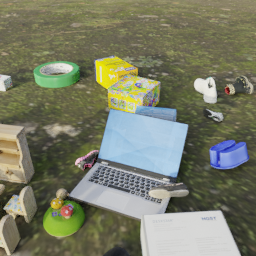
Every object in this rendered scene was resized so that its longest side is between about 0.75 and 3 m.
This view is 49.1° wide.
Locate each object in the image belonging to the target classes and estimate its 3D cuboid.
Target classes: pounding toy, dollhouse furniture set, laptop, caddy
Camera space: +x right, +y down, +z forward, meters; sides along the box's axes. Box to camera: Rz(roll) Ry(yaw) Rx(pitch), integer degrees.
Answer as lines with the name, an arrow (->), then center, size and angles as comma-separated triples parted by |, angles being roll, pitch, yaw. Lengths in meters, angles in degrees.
pounding toy -> -1.589, 1.994, 7.088 | 1.036, 0.623, 1.342 | 6, 35, 9
dollhouse furniture set -> -3.601, 1.345, 7.037 | 2.482, 1.758, 2.702 | 6, 34, 10
laptop -> 0.091, 0.893, 7.826 | 2.544, 1.575, 2.717 | 12, 30, 18
caddy -> 3.152, 0.882, 8.733 | 1.279, 0.671, 0.904 | -20, 16, -26

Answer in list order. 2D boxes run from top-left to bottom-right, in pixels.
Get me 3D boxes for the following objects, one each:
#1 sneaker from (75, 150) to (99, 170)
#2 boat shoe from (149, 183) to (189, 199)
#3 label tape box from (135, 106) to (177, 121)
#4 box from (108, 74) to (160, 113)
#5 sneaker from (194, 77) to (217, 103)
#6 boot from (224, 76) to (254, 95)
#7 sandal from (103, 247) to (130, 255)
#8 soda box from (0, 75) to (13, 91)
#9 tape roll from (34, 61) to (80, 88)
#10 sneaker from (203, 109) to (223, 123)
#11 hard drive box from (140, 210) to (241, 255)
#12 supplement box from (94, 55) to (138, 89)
sneaker -> -1.202, 1.040, 8.856 | 0.905, 0.358, 0.432 | -29, 65, -34
boat shoe -> 1.063, 1.646, 7.483 | 1.145, 0.383, 0.326 | 4, 42, -18
label tape box -> 0.891, 0.050, 9.930 | 1.536, 0.674, 2.130 | 6, 34, 9
box -> 0.273, -1.360, 11.721 | 1.607, 1.018, 1.669 | 18, 37, 25
sneaker -> 3.605, -1.951, 12.727 | 0.755, 0.888, 2.007 | -5, 34, -5
boot -> 5.061, -2.018, 13.153 | 1.130, 0.540, 1.496 | -5, 34, -3
sandal -> -0.620, 3.283, 5.245 | 0.946, 0.533, 2.488 | 18, 38, 24
soda box -> -6.483, -2.236, 13.451 | 1.742, 0.554, 0.593 | 10, 35, 14
tape roll -> -3.592, -2.756, 14.244 | 2.232, 0.536, 2.232 | -1, 34, 0
sneaker -> 3.425, -0.516, 11.184 | 0.483, 0.317, 0.840 | -18, 45, -39
hard drive box -> 1.284, 2.873, 5.506 | 1.854, 0.913, 2.378 | -2, 34, -3
supplement box -> -0.600, -2.540, 13.365 | 1.135, 1.142, 2.086 | -21, 40, -28
